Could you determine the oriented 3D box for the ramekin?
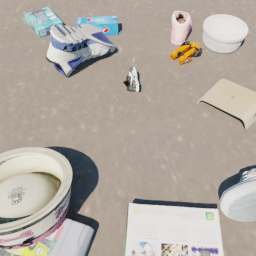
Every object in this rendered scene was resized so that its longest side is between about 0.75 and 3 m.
[{"bbox_3d":[3.639,-3.554,10.714,1.672,0.779,1.672,0,52,0],"label":"ramekin"}]

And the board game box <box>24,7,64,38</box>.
[{"bbox_3d":[-3.483,-4.412,11.635,1.088,0.338,1.441,-28,58,-20],"label":"board game box"}]

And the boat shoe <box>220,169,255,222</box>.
[{"bbox_3d":[3.133,1.473,6.706,2.804,1.031,0.936,0,27,-27],"label":"boat shoe"}]

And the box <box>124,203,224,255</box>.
[{"bbox_3d":[0.944,3.117,5.855,2.137,0.538,2.961,4,52,3],"label":"box"}]

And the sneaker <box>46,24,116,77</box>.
[{"bbox_3d":[-1.849,-2.680,9.802,1.112,1.589,2.752,51,36,13],"label":"sneaker"}]

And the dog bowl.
[{"bbox_3d":[-2.459,1.570,6.392,2.543,0.938,2.543,-2,35,2],"label":"dog bowl"}]

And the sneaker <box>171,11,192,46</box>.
[{"bbox_3d":[2.163,-4.302,11.109,0.776,1.078,2.062,10,52,10],"label":"sneaker"}]

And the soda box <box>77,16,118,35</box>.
[{"bbox_3d":[-1.216,-4.087,11.256,1.626,0.551,0.522,-3,53,-2],"label":"soda box"}]

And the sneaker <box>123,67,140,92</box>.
[{"bbox_3d":[0.077,-1.680,9.551,0.518,0.381,1.146,-4,55,-7],"label":"sneaker"}]

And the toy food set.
[{"bbox_3d":[3.269,-0.783,8.865,1.769,0.534,1.270,33,60,32],"label":"toy food set"}]

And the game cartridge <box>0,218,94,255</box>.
[{"bbox_3d":[-2.207,2.665,6.241,2.507,0.512,1.669,14,58,11],"label":"game cartridge"}]

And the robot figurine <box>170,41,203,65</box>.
[{"bbox_3d":[2.183,-2.818,10.433,1.190,0.346,0.863,-34,60,-22],"label":"robot figurine"}]
